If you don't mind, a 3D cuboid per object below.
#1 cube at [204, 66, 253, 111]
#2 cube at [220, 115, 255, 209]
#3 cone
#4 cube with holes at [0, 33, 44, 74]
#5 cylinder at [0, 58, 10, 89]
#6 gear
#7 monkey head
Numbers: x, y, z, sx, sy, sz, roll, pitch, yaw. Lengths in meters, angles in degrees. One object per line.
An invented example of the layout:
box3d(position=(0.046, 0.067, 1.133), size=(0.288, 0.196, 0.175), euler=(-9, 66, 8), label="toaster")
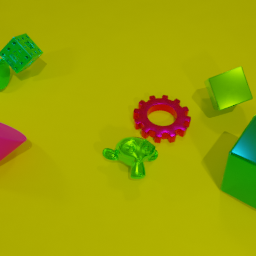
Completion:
box3d(position=(2.495, -0.969, 7.047), size=(0.834, 0.834, 0.834), euler=(-20, 92, 10), label="cube")
box3d(position=(2.772, 0.759, 5.551), size=(1.275, 1.275, 1.275), euler=(27, 54, 30), label="cube")
box3d(position=(-3.084, 0.578, 6.103), size=(1.273, 1.273, 1.278), euler=(27, 94, 21), label="cone")
box3d(position=(-3.014, -2.118, 7.931), size=(0.715, 0.715, 0.715), euler=(-34, 16, 24), label="cube with holes")
box3d(position=(-3.926, -1.562, 7.879), size=(0.862, 0.862, 0.862), euler=(7, 50, 4), label="cylinder")
box3d(position=(0.862, -0.262, 7.199), size=(1.442, 0.267, 1.442), euler=(0, 50, 0), label="gear")
box3d(position=(0.139, 0.658, 6.146), size=(1.337, 0.806, 0.962), euler=(3, 75, -15), label="monkey head")
